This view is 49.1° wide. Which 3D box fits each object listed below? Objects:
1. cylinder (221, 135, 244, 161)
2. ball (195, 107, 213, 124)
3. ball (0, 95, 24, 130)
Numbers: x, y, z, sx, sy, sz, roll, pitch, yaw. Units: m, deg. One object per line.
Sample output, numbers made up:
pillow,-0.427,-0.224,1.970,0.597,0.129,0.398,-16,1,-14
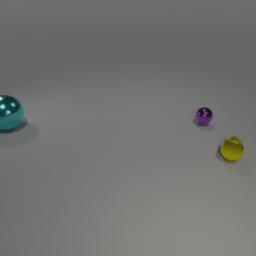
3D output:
cylinder,3.494,0.650,9.362,0.700,0.700,0.700,11,17,19
ball,3.115,-0.506,11.439,0.700,0.700,0.700,0,29,0
ball,-4.840,-0.607,11.037,1.400,1.400,1.400,0,29,0
